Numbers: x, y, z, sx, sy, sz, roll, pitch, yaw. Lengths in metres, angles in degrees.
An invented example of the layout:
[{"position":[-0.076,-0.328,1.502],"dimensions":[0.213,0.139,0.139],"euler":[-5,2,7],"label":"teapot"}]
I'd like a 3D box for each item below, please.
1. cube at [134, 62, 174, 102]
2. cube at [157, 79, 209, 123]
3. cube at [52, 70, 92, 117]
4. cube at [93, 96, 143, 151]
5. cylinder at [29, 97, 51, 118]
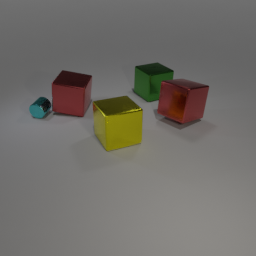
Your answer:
[{"position":[1.251,-2.302,13.903],"dimensions":[1.400,1.400,1.400],"euler":[-15,35,-25],"label":"cube"},{"position":[2.231,-1.150,11.436],"dimensions":[1.400,1.400,1.400],"euler":[-14,29,-41],"label":"cube"},{"position":[-2.436,-1.528,12.283],"dimensions":[1.400,1.400,1.400],"euler":[10,35,1],"label":"cube"},{"position":[-0.389,-0.210,10.219],"dimensions":[1.400,1.400,1.400],"euler":[-12,31,-21],"label":"cube"},{"position":[-3.773,-0.881,12.071],"dimensions":[0.700,0.700,0.700],"euler":[8,37,13],"label":"cylinder"}]
